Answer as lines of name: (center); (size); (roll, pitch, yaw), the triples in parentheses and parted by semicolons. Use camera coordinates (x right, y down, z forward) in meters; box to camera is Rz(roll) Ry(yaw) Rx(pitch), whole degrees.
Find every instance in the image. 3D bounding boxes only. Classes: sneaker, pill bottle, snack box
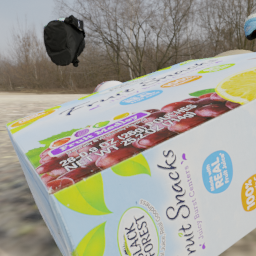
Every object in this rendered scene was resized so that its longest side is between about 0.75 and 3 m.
sneaker: (2.559, -1.706, 4.762); (1.114, 0.501, 0.437); (-2, -28, 37)
pill bottle: (-0.621, -1.135, 11.299); (1.527, 1.527, 2.554); (-2, 9, -10)
snack box: (0.436, 0.006, 2.938); (2.946, 0.997, 2.484); (-21, 17, -23)

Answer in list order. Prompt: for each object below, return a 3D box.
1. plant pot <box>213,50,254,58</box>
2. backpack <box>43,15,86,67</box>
plant pot: (2.927, -0.709, 7.386); (2.273, 2.273, 1.526); (0, 34, 2)
backpack: (-1.650, -2.377, 7.393); (0.949, 1.252, 1.500); (3, 29, 5)
